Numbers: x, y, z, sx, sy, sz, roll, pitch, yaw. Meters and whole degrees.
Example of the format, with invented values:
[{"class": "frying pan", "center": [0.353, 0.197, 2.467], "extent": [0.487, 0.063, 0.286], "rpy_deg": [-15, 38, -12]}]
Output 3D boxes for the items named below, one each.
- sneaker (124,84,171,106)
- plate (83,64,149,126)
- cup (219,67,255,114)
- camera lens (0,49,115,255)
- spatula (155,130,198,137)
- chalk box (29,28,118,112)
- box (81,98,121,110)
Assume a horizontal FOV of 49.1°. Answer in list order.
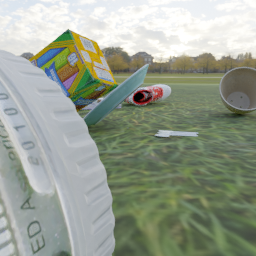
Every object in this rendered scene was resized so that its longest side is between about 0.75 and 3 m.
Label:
[{"class": "sneaker", "center": [1.215, -1.671, 14.393], "extent": [2.865, 0.957, 1.535], "rpy_deg": [-8, 14, -19]}, {"class": "plate", "center": [-0.355, -0.794, 7.994], "extent": [2.720, 0.347, 2.720], "rpy_deg": [-40, 3, 2]}, {"class": "cup", "center": [4.388, -1.253, 10.841], "extent": [1.789, 1.789, 1.279], "rpy_deg": [2, -20, 11]}, {"class": "camera lens", "center": [-1.284, 0.531, 0.660], "extent": [1.765, 1.765, 2.207], "rpy_deg": [7, 12, 31]}, {"class": "spatula", "center": [1.258, 0.159, 7.183], "extent": [1.057, 0.085, 0.735], "rpy_deg": [4, 6, 14]}, {"class": "chalk box", "center": [-2.188, -1.495, 9.288], "extent": [2.934, 1.819, 1.831], "rpy_deg": [-30, -8, 22]}, {"class": "box", "center": [-1.476, -1.100, 12.639], "extent": [2.356, 0.456, 0.488], "rpy_deg": [-3, 11, -17]}]
